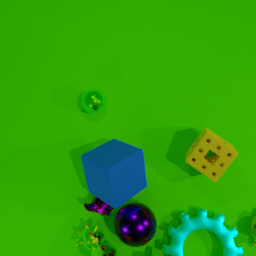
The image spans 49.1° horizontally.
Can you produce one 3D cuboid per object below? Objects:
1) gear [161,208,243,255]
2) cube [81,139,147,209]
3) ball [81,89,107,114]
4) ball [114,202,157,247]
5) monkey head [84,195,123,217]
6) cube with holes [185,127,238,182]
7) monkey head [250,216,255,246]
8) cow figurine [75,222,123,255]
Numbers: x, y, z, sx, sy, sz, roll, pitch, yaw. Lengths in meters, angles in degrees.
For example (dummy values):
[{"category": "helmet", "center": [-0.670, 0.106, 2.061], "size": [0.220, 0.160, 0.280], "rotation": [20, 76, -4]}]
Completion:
[{"category": "gear", "center": [1.938, 3.202, 7.400], "size": [2.047, 0.379, 2.047], "rotation": [0, 80, 0]}, {"category": "cube", "center": [-0.334, 1.088, 7.026], "size": [1.118, 1.118, 1.118], "rotation": [-27, 120, -36]}, {"category": "ball", "center": [-0.968, -0.760, 7.958], "size": [0.712, 0.712, 0.712], "rotation": [0, 80, 0]}, {"category": "ball", "center": [0.187, 2.460, 7.169], "size": [1.095, 1.095, 1.095], "rotation": [0, 80, 0]}, {"category": "monkey head", "center": [-0.719, 1.909, 7.383], "size": [1.160, 0.835, 0.699], "rotation": [25, 91, 40]}, {"category": "cube with holes", "center": [2.179, 0.676, 7.434], "size": [0.922, 0.922, 0.922], "rotation": [35, 105, 5]}, {"category": "monkey head", "center": [3.596, 2.648, 7.328], "size": [0.739, 0.619, 1.028], "rotation": [12, 80, 15]}, {"category": "cow figurine", "center": [-0.687, 3.091, 6.891], "size": [0.807, 1.471, 1.447], "rotation": [-44, 91, -6]}]
